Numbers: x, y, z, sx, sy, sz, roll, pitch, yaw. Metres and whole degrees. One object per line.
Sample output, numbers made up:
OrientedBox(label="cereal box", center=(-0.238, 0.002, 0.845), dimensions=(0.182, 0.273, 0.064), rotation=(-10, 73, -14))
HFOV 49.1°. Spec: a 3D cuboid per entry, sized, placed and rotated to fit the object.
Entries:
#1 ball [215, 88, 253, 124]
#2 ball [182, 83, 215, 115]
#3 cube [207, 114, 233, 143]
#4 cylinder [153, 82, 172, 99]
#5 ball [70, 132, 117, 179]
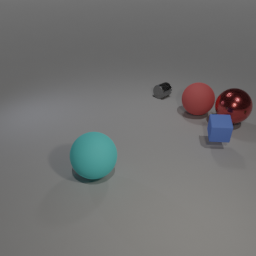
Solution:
OrientedBox(label="ball", center=(4.189, -0.876, 11.126), dimensions=(1.400, 1.400, 1.400), rotation=(0, 29, 0))
OrientedBox(label="ball", center=(3.028, -1.256, 12.091), dimensions=(1.400, 1.400, 1.400), rotation=(0, 29, 0))
OrientedBox(label="cube", center=(3.184, 0.010, 9.736), dimensions=(0.700, 0.700, 0.700), rotation=(2, 42, 7))
OrientedBox(label="cylinder", center=(1.751, -1.905, 14.205), dimensions=(0.700, 0.700, 0.700), rotation=(25, 37, 38))
OrientedBox(label="ball", center=(-1.020, 0.811, 8.324), dimensions=(1.400, 1.400, 1.400), rotation=(0, 29, 0))
